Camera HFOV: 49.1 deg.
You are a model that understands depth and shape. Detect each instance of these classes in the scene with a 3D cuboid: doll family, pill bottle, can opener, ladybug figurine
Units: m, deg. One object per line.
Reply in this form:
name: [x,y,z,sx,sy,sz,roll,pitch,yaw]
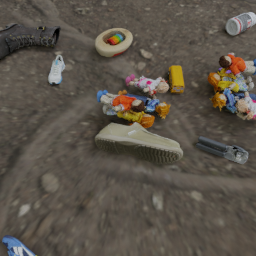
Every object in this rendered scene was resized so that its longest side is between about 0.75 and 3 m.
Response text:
doll family: [3.299,-1.089,8.621,1.616,1.173,2.603,3,58,-18]
pill bottle: [4.653,-4.293,11.471,1.177,0.682,0.682,-28,55,-21]
can opener: [2.586,0.574,7.687,1.382,0.369,0.462,21,20,17]
doll family: [0.349,-0.682,8.363,1.618,1.175,2.606,19,34,24]
ladybug figurine: [-0.515,-3.182,10.544,1.667,0.600,1.132,-37,68,-29]

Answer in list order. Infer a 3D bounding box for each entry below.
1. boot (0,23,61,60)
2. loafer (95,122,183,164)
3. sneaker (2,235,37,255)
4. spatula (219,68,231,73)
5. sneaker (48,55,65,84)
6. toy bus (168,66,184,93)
boot: [-3.743,-3.343,10.586,2.083,0.828,2.393,5,48,5]
loafer: [0.311,0.311,7.471,2.365,0.895,0.807,12,57,10]
sneaker: [-2.253,2.679,5.791,1.187,0.439,0.488,29,58,23]
spatula: [3.772,-2.254,10.127,1.252,0.129,0.354,-34,59,-25]
sneaker: [-2.485,-2.037,9.664,0.471,0.544,1.256,4,52,-6]
toy bus: [1.609,-1.680,9.403,0.398,0.479,1.223,1,51,1]
